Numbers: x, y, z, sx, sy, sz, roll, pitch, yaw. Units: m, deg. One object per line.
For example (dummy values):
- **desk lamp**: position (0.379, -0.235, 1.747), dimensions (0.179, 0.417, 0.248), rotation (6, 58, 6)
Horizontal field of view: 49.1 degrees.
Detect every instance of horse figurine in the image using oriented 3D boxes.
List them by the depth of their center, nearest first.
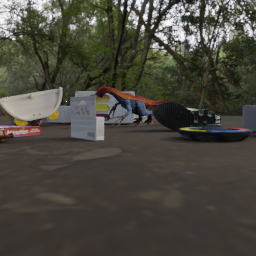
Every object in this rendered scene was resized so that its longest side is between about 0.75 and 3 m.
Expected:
- **horse figurine**: position (-2.997, 0.128, 5.963), dimensions (1.229, 0.307, 0.814), rotation (7, 8, -12)

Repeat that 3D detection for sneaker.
- **sneaker**: position (1.754, -0.331, 9.685), dimensions (2.518, 0.933, 1.114), rotation (9, -2, -32)

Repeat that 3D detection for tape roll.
- **tape roll**: position (5.197, -0.324, 9.245), dimensions (2.640, 0.872, 2.640), rotation (0, 2, 0)

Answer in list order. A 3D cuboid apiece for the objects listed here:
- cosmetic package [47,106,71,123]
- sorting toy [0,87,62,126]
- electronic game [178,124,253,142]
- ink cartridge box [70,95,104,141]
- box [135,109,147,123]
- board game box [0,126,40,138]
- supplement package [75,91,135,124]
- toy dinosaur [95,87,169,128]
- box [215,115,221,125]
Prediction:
- **cosmetic package**: position (-3.581, -0.748, 15.894), dimensions (1.238, 0.976, 2.301), rotation (0, 1, -40)
- **sorting toy**: position (-4.352, -0.670, 12.799), dimensions (2.666, 1.424, 2.400), rotation (-14, -6, -25)
- **electronic game**: position (2.029, 0.085, 6.604), dimensions (1.670, 0.348, 1.670), rotation (0, 3, 0)
- **ink cartridge box**: position (-0.971, -0.235, 6.530), dimensions (0.253, 0.996, 1.130), rotation (-3, 5, -40)
- **box**: position (-0.486, -0.756, 16.819), dimensions (2.917, 0.877, 1.702), rotation (-2, 4, -23)
- **board game box**: position (-3.983, 0.074, 7.647), dimensions (2.742, 0.267, 1.412), rotation (1, 4, 17)
- **supplement package**: position (-1.242, -1.022, 14.513), dimensions (2.930, 1.667, 1.605), rotation (-2, 2, -12)
- **toy dinosaur**: position (-0.038, -1.127, 11.809), dimensions (1.500, 2.856, 2.592), rotation (17, -29, 50)
- **box**: position (3.071, -0.391, 13.570), dimensions (1.744, 0.539, 2.184), rotation (-1, 3, -43)
